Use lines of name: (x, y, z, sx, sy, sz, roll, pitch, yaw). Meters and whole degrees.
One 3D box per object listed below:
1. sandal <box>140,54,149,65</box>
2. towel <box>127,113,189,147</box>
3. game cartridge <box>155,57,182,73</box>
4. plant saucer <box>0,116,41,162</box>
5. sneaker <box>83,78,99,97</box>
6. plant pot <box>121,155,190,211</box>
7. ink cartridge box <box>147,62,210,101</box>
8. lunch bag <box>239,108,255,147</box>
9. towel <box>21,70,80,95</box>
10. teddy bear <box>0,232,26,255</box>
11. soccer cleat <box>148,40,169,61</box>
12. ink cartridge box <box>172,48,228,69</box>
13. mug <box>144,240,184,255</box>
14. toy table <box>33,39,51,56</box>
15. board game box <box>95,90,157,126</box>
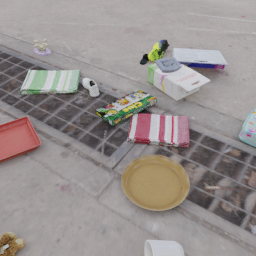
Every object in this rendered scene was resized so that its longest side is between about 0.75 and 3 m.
sandal: (0.983, -3.961, 15.835, 0.431, 0.274, 1.146, 11, 44, 12)
towel: (1.278, 0.006, 11.534, 2.442, 0.278, 1.759, 4, 42, 5)
game cartridge: (1.678, -2.581, 11.521, 1.036, 0.215, 0.690, -17, 68, -30)
plant saucer: (-4.569, 0.498, 10.951, 1.932, 0.355, 1.936, -22, 46, -22)
sneaker: (-1.784, -2.144, 13.530, 0.557, 0.740, 1.487, -21, 45, -20)
plant pot: (0.920, 1.857, 9.512, 2.294, 0.315, 2.294, -1, 42, 1)
ink cartridge box: (2.393, -2.284, 13.523, 1.602, 0.921, 2.735, -26, 47, -26)
lunch bag: (5.381, 0.008, 11.204, 1.510, 0.726, 1.882, 25, 48, 28)
towel: (-3.836, -2.383, 14.103, 2.676, 0.313, 2.041, -2, 42, -2)
teddy bear: (-3.552, 3.515, 7.666, 1.094, 0.504, 1.509, 16, 37, 6)
soccer cleat: (1.649, -4.426, 16.220, 0.878, 0.679, 2.100, -4, 37, 43)
ink cartridge box: (3.724, -3.606, 14.900, 2.617, 0.577, 2.666, 5, 32, 4)
mug: (0.987, 3.522, 7.491, 0.909, 1.108, 0.887, -1, 9, -14)
toy table: (-5.068, -4.721, 16.382, 1.128, 0.661, 1.037, 13, 45, 12)
board game box: (-0.055, -0.967, 12.469, 2.513, 0.295, 1.316, -29, 43, -28)
